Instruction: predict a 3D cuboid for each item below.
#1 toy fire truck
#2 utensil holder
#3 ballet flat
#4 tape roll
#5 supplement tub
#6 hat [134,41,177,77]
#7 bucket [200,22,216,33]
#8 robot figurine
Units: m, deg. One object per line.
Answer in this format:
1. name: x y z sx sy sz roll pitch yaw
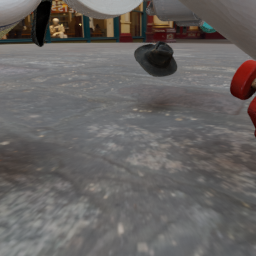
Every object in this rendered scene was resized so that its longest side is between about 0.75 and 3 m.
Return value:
1. toy fire truck: 1.710 -0.481 2.978 0.692 1.234 1.037 35 0 37
2. utensil holder: 2.299 -2.199 4.318 2.583 2.195 2.195 34 22 -3
3. ballet flat: -1.666 -2.190 5.512 0.415 1.249 0.355 -18 57 -37
4. tape roll: -0.318 -2.070 3.238 1.518 1.518 0.277 -14 15 -33
5. supplement tub: -2.373 -2.104 3.898 1.854 1.854 2.558 -15 12 -36
6. hat: 0.921 -2.122 8.079 1.413 0.570 1.413 12 54 -17
7. bucket: 2.986 -3.901 9.988 0.935 0.935 0.609 5 12 13
8. robot figurine: 1.762 -4.063 8.575 2.599 2.204 1.468 8 62 29
